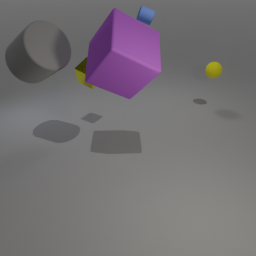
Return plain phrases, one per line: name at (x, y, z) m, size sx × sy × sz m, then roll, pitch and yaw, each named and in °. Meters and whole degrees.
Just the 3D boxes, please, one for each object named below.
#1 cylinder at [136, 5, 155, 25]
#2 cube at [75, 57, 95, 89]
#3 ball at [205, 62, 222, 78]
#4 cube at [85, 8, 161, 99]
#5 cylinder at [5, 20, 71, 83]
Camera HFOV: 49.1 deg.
cylinder at (0.853, -5.457, 13.570) m, size 0.700 × 0.700 × 0.700 m, roll 19°, pitch 27°, yaw -11°
cube at (-1.394, -1.982, 10.131) m, size 0.700 × 0.700 × 0.700 m, roll 29°, pitch 62°, yaw 18°
ball at (3.738, -2.522, 12.199) m, size 0.700 × 0.700 × 0.700 m, roll 0°, pitch 29°, yaw 0°
cube at (-0.136, -1.835, 7.193) m, size 1.400 × 1.400 × 1.400 m, roll 18°, pitch 56°, yaw -28°
cylinder at (-2.589, -2.137, 8.062) m, size 1.400 × 1.400 × 1.400 m, roll -13°, pitch 13°, yaw 46°
